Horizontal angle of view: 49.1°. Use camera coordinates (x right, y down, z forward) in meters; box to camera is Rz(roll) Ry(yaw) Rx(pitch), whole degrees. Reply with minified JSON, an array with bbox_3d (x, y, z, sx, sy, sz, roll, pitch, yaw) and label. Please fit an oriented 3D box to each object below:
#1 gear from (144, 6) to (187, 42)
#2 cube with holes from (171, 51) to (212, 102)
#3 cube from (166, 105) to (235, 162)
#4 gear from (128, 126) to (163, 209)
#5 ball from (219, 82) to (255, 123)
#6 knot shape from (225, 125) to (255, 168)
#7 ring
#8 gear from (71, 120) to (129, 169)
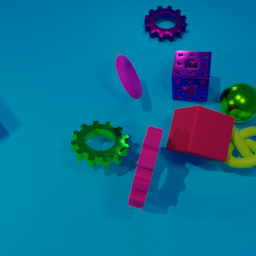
[{"bbox_3d":[1.467,-4.118,11.019,1.648,0.305,1.648,0,64,0],"label":"gear"},{"bbox_3d":[2.044,-1.655,9.022,1.123,1.123,1.123,5,59,14],"label":"cube with holes"},{"bbox_3d":[1.924,0.165,7.576,1.194,1.194,1.194,16,83,-19],"label":"cube"},{"bbox_3d":[0.446,0.960,6.977,0.369,1.996,1.996,15,60,6],"label":"gear"},{"bbox_3d":[3.408,-0.775,8.530,1.237,1.237,1.237,0,59,0],"label":"ball"},{"bbox_3d":[3.412,0.481,7.942,1.621,0.800,1.732,8,45,-17],"label":"knot shape"},{"bbox_3d":[0.043,-1.557,8.586,0.289,1.445,1.445,-22,58,18],"label":"ring"},{"bbox_3d":[-0.770,0.421,7.807,1.589,0.294,1.589,5,42,-4],"label":"gear"}]
